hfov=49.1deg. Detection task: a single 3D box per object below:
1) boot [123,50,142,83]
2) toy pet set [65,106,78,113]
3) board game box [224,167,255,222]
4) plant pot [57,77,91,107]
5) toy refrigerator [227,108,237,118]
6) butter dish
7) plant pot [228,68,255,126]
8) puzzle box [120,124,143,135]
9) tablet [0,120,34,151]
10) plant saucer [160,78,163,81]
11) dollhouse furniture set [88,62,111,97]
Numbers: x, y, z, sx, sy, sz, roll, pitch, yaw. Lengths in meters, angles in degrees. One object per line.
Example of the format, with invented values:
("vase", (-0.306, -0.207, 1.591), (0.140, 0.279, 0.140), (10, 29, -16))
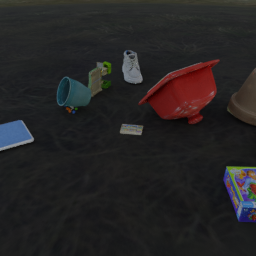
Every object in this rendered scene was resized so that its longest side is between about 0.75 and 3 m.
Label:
("boot", (0.179, -3.629, 16.242), (1.018, 1.323, 2.769), (-7, 32, -12))
("toy pet set", (-2.719, -1.054, 12.952), (0.900, 0.512, 0.964), (31, 46, -5))
("board game box", (4.160, 1.836, 7.858), (2.467, 0.552, 1.659), (1, 31, 2))
("plant pot", (-2.332, -1.500, 12.408), (1.187, 1.263, 1.263), (11, 20, -38))
("toy refrigerator", (4.739, -0.760, 12.463), (0.265, 0.288, 0.757), (-8, 32, -14))
("butter dish", (2.390, -1.178, 11.629), (2.900, 2.144, 2.892), (-22, -7, -28))
("plant pot", (5.578, -1.425, 11.727), (2.213, 1.930, 2.213), (4, 38, -3))
("puzzle box", (0.142, 0.055, 11.271), (0.864, 0.110, 0.575), (4, 32, 7))
("tablet", (-5.201, 0.466, 10.503), (2.873, 0.196, 1.870), (-17, 35, -28))
("plant saucer", (2.511, -2.670, 15.677), (1.106, 0.265, 1.107), (-22, 38, -32))
("dollhouse furniture set", (-1.789, -2.568, 14.458), (1.024, 1.336, 2.040), (15, 33, 21))
